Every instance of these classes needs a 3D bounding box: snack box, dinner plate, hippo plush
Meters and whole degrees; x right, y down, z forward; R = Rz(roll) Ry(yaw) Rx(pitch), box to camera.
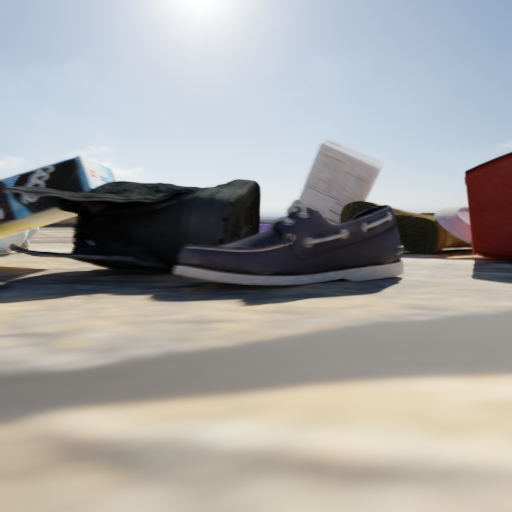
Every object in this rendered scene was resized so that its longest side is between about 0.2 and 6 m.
[{"bbox_3d":[-3.514,-0.555,7.474,3.099,0.575,1.800,-17,4,-2],"label":"snack box"},{"bbox_3d":[4.013,-0.496,9.727,1.785,0.216,1.785,11,29,-6],"label":"dinner plate"},{"bbox_3d":[-4.938,-0.586,10.021,1.821,1.804,2.265,29,8,-17],"label":"hippo plush"}]

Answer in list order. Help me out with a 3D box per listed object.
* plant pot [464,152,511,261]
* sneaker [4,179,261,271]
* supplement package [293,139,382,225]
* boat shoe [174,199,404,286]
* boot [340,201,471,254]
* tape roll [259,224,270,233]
[{"bbox_3d":[3.918,-0.709,8.144,1.580,1.791,1.793,-6,1,21],"label":"plant pot"},{"bbox_3d":[-1.141,-0.432,7.069,2.063,1.188,3.955,4,7,7],"label":"sneaker"},{"bbox_3d":[1.820,-1.490,12.691,1.385,1.838,1.395,25,20,7],"label":"supplement package"},{"bbox_3d":[0.399,-0.147,5.525,2.580,0.809,0.937,-2,4,-30],"label":"boat shoe"},{"bbox_3d":[3.477,-0.526,11.382,2.838,0.938,2.485,-5,19,-41],"label":"boot"},{"bbox_3d":[0.123,-0.621,15.445,1.215,0.516,1.215,1,3,0],"label":"tape roll"}]
